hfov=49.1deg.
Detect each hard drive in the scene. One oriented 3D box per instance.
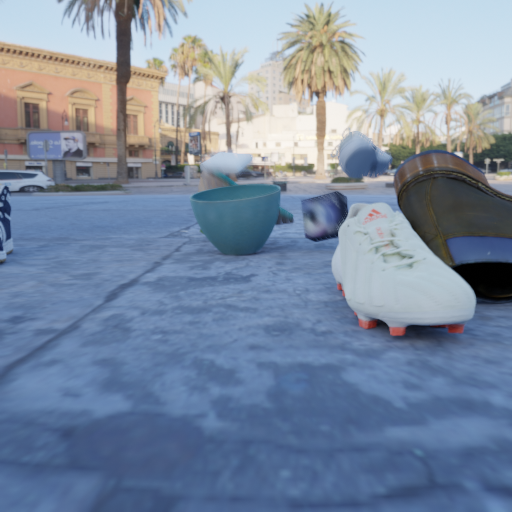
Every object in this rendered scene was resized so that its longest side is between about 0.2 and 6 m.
[{"bbox_3d":[-0.633,-2.069,12.378,0.827,0.167,1.254,7,23,13],"label":"hard drive"}]

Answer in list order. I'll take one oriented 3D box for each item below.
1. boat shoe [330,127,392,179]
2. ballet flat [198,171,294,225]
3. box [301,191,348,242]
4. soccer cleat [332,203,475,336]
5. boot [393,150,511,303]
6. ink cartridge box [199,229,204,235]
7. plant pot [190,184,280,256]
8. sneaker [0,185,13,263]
[{"bbox_3d":[2.112,-2.276,11.899,1.001,0.867,2.348,47,25,20],"label":"boat shoe"},{"bbox_3d":[-0.313,-1.139,13.028,2.611,0.878,0.889,32,9,25],"label":"ballet flat"},{"bbox_3d":[1.469,-0.816,11.797,0.860,0.853,0.530,-13,-15,30],"label":"box"},{"bbox_3d":[1.492,0.036,6.524,1.133,1.269,3.271,0,8,-5],"label":"soccer cleat"},{"bbox_3d":[3.563,0.082,7.525,3.800,1.420,1.842,18,46,-15],"label":"boot"},{"bbox_3d":[-0.902,-0.864,13.751,0.513,0.989,0.293,33,-1,-39],"label":"ink cartridge box"},{"bbox_3d":[-0.367,-0.709,11.489,1.835,1.236,1.835,-5,17,2],"label":"plant pot"},{"bbox_3d":[-5.218,-0.634,10.668,0.925,1.432,2.639,-2,8,-16],"label":"sneaker"}]
